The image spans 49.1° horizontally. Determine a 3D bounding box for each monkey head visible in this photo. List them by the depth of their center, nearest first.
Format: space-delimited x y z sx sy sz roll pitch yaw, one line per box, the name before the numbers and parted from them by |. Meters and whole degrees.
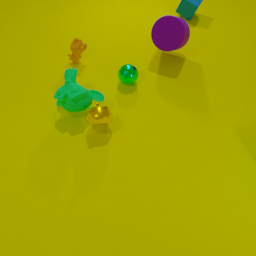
monkey head | -1.677 -1.150 8.866 1.754 1.057 1.262 -4 74 18

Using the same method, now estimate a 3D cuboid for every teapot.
teapot | -0.870 -0.425 8.598 0.849 1.366 0.669 -8 87 22

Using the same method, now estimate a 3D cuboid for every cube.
cube | 2.672 -5.351 12.199 0.771 0.771 0.771 33 60 -1

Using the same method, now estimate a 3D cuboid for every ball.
ball | 0.006 -1.893 9.887 0.738 0.738 0.738 0 54 0

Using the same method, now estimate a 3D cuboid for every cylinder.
cylinder | 1.584 -3.464 10.295 1.207 1.207 1.207 21 24 14

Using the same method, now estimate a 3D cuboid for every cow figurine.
cow figurine | -1.925 -2.823 10.326 0.514 0.936 0.921 40 103 2
